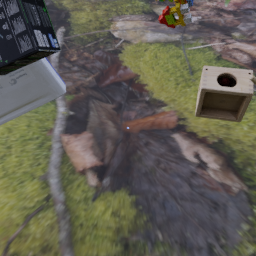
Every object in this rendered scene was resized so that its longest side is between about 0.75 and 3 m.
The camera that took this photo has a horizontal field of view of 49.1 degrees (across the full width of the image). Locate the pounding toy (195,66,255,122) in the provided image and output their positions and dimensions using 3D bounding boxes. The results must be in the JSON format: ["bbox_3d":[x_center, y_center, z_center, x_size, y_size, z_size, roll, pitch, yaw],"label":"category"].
[{"bbox_3d":[1.808,-0.637,4.510,1.258,1.105,0.576,8,58,10],"label":"pounding toy"}]

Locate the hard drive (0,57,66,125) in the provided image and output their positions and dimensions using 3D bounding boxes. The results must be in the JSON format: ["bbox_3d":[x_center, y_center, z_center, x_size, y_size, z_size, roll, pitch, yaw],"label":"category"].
[{"bbox_3d":[-2.179,-1.053,3.384,1.698,2.573,0.326,-24,43,9],"label":"hard drive"}]

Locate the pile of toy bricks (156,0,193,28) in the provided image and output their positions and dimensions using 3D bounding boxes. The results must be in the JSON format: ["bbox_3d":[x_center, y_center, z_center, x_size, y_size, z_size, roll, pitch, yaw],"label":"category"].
[{"bbox_3d":[0.942,-3.989,7.686,1.197,2.425,1.345,-3,62,27],"label":"pile of toy bricks"}]

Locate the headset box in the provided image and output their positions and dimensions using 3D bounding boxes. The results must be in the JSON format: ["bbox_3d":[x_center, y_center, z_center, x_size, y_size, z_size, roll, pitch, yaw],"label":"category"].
[{"bbox_3d":[-1.096,-0.878,2.519,0.755,0.658,0.350,-16,7,22],"label":"headset box"}]
